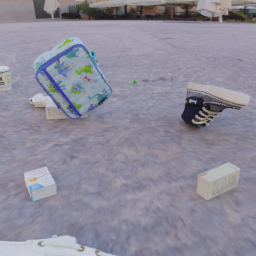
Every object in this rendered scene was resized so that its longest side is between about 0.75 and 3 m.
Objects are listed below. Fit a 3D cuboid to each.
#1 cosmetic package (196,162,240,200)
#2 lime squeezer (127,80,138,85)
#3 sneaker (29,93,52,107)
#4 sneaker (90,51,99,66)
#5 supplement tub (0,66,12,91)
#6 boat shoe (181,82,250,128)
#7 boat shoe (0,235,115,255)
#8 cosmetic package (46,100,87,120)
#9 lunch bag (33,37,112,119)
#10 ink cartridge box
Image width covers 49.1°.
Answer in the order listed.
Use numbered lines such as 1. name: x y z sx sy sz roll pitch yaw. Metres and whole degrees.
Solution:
1. cosmetic package: 1.990 1.162 6.181 0.967 0.508 0.344 -13 27 -28
2. lime squeezer: 0.278 -2.250 13.645 0.304 0.162 0.861 12 29 22
3. sneaker: -3.277 -0.957 10.671 0.569 0.499 1.419 -29 30 -36
4. sneaker: -2.519 -3.769 15.848 0.951 0.978 2.455 10 28 20
5. supplement tub: -5.664 -2.241 12.659 0.715 0.986 0.715 0 26 0
6. boat shoe: 2.453 -0.552 8.294 1.079 1.340 2.889 11 11 -10
7. boat shoe: -0.990 2.019 3.922 2.856 1.011 0.990 12 26 4
8. cosmetic package: -2.169 -0.686 10.003 1.414 0.523 0.719 -2 26 -9
9. lunch bag: -1.684 -1.434 8.633 1.813 2.256 0.930 -31 44 -1
10. ink cartridge box: -2.011 1.196 6.316 0.532 0.313 0.924 -14 29 -27
